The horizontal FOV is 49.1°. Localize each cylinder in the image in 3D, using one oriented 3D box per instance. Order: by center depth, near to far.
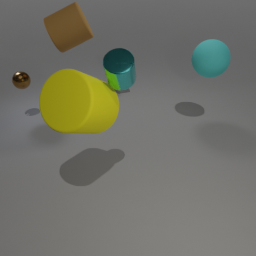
[{"bbox_3d":[-0.181,-1.331,6.400,0.700,0.700,0.700,-2,67,4],"label":"cylinder"},{"bbox_3d":[-1.112,-0.568,6.666,1.400,1.400,1.400,14,4,22],"label":"cylinder"},{"bbox_3d":[-2.244,-3.810,10.667,1.400,1.400,1.400,-25,31,6],"label":"cylinder"}]

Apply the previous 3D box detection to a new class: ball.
[{"bbox_3d":[3.111,-2.600,10.527,1.400,1.400,1.400,0,30,0],"label":"ball"},{"bbox_3d":[-4.224,-1.889,11.100,0.700,0.700,0.700,0,30,0],"label":"ball"}]
